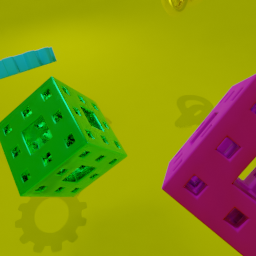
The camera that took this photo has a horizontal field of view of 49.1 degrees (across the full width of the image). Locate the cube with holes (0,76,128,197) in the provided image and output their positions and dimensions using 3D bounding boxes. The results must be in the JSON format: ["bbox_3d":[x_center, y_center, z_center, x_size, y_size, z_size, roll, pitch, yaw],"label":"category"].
[{"bbox_3d":[-0.838,0.183,3.636,1.011,1.011,1.011,-38,65,12],"label":"cube with holes"}]

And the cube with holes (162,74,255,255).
[{"bbox_3d":[0.955,0.296,2.149,0.944,0.944,0.944,39,10,7],"label":"cube with holes"}]

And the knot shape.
[{"bbox_3d":[1.651,-3.882,7.559,0.806,1.633,1.745,47,36,8],"label":"knot shape"}]

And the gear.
[{"bbox_3d":[-2.083,-1.134,5.157,1.481,0.274,1.481,-16,17,5],"label":"gear"}]
